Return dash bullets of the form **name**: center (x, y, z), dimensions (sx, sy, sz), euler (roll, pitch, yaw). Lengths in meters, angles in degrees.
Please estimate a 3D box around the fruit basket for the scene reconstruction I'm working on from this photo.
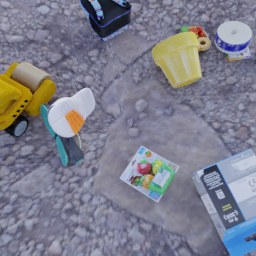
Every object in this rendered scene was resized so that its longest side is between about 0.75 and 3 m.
- **fruit basket**: center (0.687, 1.427, 9.019), dimensions (1.467, 0.688, 1.359), euler (31, 72, 14)

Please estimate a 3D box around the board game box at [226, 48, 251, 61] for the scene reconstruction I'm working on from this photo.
- **board game box**: center (4.277, -2.993, 10.949), dimensions (0.873, 0.176, 0.668), euler (-7, 69, -3)

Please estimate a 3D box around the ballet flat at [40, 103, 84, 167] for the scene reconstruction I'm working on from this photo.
- **ballet flat**: center (-2.164, 0.168, 9.477), dimensions (0.919, 0.919, 2.516), euler (-26, 65, -10)

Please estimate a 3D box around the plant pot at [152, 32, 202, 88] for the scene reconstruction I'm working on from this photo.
- **plant pot**: center (1.874, -2.335, 10.038), dimensions (1.649, 1.649, 1.552), euler (-20, 87, -7)

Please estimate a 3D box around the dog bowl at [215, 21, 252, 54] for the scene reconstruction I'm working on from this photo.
- **dog bowl**: center (4.065, -3.512, 10.854), dimensions (1.304, 0.514, 1.304), euler (-2, 60, 4)

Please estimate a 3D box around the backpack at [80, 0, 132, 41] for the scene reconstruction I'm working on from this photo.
- **backpack**: center (-0.943, -4.597, 10.992), dimensions (1.659, 1.222, 1.817), euler (-36, 74, -13)

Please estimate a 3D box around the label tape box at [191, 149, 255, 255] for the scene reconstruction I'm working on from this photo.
- **label tape box**: center (3.476, 2.282, 8.572), dimensions (1.967, 0.908, 2.746), euler (-21, 69, -8)

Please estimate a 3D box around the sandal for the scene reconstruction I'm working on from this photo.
- **sandal**: center (-1.895, -0.491, 9.051), dimensions (0.819, 2.856, 1.094), euler (-12, 109, 20)

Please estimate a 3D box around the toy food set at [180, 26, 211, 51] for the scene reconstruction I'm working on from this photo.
- **toy food set**: center (2.598, -3.535, 11.087), dimensions (1.231, 0.303, 1.244), euler (-6, 70, -2)

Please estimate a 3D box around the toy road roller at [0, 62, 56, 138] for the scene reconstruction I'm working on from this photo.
- **toy road roller**: center (-3.879, -1.175, 9.281), dimensions (1.681, 1.997, 2.736), euler (29, 72, 10)
